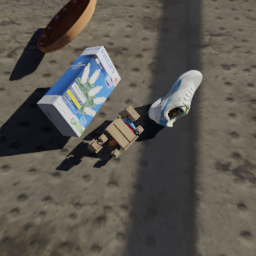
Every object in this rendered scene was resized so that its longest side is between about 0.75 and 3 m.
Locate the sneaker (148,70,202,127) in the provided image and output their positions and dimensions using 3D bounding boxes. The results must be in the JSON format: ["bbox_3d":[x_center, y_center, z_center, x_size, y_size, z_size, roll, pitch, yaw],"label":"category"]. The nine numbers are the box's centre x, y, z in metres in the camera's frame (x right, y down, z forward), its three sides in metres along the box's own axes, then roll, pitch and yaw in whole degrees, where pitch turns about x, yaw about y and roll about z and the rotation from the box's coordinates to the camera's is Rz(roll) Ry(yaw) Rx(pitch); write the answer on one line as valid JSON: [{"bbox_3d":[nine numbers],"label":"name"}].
[{"bbox_3d":[1.615,-0.872,8.536,2.075,0.794,0.838,-47,49,-5],"label":"sneaker"}]

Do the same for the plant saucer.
[{"bbox_3d":[-2.193,-3.817,10.217,2.789,0.450,2.789,-25,44,27],"label":"plant saucer"}]

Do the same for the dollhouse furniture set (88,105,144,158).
[{"bbox_3d":[-0.332,0.218,8.121,0.840,0.718,1.621,48,69,-9],"label":"dollhouse furniture set"}]

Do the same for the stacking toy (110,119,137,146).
[{"bbox_3d":[-0.194,0.213,8.259,0.887,0.487,0.515,-44,50,-13],"label":"stacking toy"}]

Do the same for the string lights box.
[{"bbox_3d":[-1.377,-1.151,8.527,0.773,1.348,2.623,5,51,37],"label":"string lights box"}]
